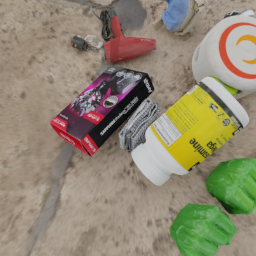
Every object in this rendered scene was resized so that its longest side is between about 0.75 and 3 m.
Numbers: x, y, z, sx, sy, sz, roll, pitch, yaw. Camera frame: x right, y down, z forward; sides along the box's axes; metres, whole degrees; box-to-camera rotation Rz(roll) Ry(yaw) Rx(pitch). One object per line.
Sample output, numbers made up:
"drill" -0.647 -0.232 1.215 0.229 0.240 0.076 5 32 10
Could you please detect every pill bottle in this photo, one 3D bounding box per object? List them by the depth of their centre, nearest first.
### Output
"pill bottle" 1.414 0.161 6.822 2.643 1.486 1.486 -42 72 12

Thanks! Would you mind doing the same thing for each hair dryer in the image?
"hair dryer" -0.328 -3.012 8.920 2.672 0.726 2.035 26 73 7

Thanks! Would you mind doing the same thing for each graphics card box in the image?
"graphics card box" -0.692 -0.589 7.581 2.589 0.658 1.624 -45 42 -19

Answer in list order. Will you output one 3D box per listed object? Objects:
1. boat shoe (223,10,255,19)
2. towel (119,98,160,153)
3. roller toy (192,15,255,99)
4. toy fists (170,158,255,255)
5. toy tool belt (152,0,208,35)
"boat shoe" 3.174 -3.276 8.526 0.608 1.695 0.574 -14 91 -7
"towel" 0.344 0.006 7.506 0.575 1.112 1.343 32 70 14
"roller toy" 3.008 -1.911 7.979 2.290 1.601 2.089 -16 84 -10
"toy fists" 2.120 1.814 6.411 0.944 1.400 2.746 43 79 1
"toy tool belt" 1.600 -3.955 8.444 1.468 2.388 1.491 -10 61 -13
